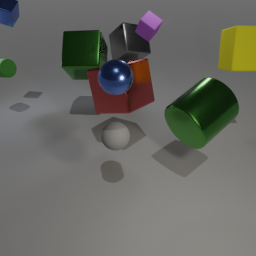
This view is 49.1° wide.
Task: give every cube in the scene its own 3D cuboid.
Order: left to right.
[{"bbox_3d":[-4.447,-4.258,10.214,0.700,0.700,0.700,16,58,-8],"label":"cube"},{"bbox_3d":[-1.602,-2.718,10.610,1.400,1.400,1.400,0,-10,7],"label":"cube"},{"bbox_3d":[-0.198,-1.305,8.755,1.400,1.400,1.400,2,20,40],"label":"cube"},{"bbox_3d":[0.070,-4.072,13.567,1.400,1.400,1.400,-5,-5,-33],"label":"cube"},{"bbox_3d":[0.818,-3.997,11.014,0.700,0.700,0.700,36,62,0],"label":"cube"},{"bbox_3d":[4.041,-2.672,9.565,1.400,1.400,1.400,1,14,-1],"label":"cube"}]

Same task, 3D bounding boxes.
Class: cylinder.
[{"bbox_3d":[-4.801,-2.306,10.814,0.700,0.700,0.700,9,29,37],"label":"cylinder"},{"bbox_3d":[1.938,-0.395,7.448,1.400,1.400,1.400,-38,43,-18],"label":"cylinder"}]

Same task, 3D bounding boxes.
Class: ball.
[{"bbox_3d":[-0.308,0.198,6.828,0.700,0.700,0.700,0,30,0],"label":"ball"},{"bbox_3d":[-0.244,-1.003,5.549,0.700,0.700,0.700,0,30,0],"label":"ball"}]
